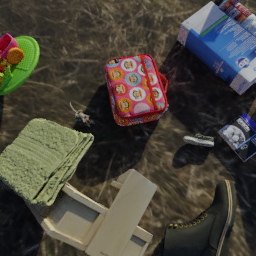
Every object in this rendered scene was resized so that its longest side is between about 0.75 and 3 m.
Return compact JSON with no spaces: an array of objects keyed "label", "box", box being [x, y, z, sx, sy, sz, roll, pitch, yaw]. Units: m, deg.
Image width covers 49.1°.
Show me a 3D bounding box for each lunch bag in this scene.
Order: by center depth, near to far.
[{"label":"lunch bag","box":[0.345,-1.233,8.901,1.928,0.897,2.189,-11,70,-9]}]

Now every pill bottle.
[{"label":"pill bottle","box":[3.894,-3.782,9.832,0.847,0.847,1.546,-37,74,-13]}]

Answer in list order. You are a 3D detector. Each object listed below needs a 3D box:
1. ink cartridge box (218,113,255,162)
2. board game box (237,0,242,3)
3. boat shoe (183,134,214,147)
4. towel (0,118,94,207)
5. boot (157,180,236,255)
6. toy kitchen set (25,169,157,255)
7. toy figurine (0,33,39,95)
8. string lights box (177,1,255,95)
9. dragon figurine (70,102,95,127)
[{"label":"ink cartridge box","box":[3.634,0.230,8.642,1.195,0.259,1.184,-34,72,-13]},{"label":"board game box","box":[4.068,-5.577,9.931,0.591,1.914,1.915,17,71,6]},{"label":"boat shoe","box":[2.161,0.341,8.577,0.945,0.334,0.301,11,70,-4]},{"label":"towel","box":[-2.373,0.776,7.482,2.946,0.537,2.185,14,58,42]},{"label":"boot","box":[1.851,2.465,7.489,1.708,0.956,2.469,12,69,10]},{"label":"toy kitchen set","box":[-0.802,1.974,7.608,2.656,2.396,2.167,39,74,-28]},{"label":"toy figurine","box":[-4.561,-2.280,7.920,2.992,2.754,2.246,-47,56,-1]},{"label":"string lights box","box":[3.280,-2.718,9.404,1.533,0.880,2.984,-39,74,-13]},{"label":"dragon figurine","box":[-1.454,-0.366,8.602,0.985,0.490,0.290,35,76,-8]}]
